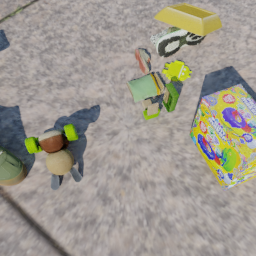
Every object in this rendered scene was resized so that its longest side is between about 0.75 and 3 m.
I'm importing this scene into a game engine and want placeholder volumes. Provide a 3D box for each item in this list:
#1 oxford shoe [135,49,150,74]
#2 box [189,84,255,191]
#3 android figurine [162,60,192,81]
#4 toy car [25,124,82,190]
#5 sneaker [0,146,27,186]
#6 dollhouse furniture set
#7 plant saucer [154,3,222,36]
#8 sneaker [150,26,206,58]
[{"bbox_3d":[0.605,-2.456,10.151,0.459,0.440,1.243,-12,58,-10],"label":"oxford shoe"},{"bbox_3d":[2.802,0.284,7.515,1.213,1.916,1.989,-19,59,-12],"label":"box"},{"bbox_3d":[1.757,-2.025,10.011,1.033,0.212,0.940,19,59,14],"label":"android figurine"},{"bbox_3d":[-1.915,0.856,7.867,1.321,1.268,1.608,-19,88,-8],"label":"toy car"},{"bbox_3d":[-4.196,0.571,7.702,2.874,1.290,0.964,26,61,16],"label":"sneaker"},{"bbox_3d":[0.732,-1.277,9.138,1.123,0.861,1.715,-18,59,-11],"label":"dollhouse furniture set"},{"bbox_3d":[2.405,-4.285,10.762,2.112,0.512,2.112,30,41,23],"label":"plant saucer"},{"bbox_3d":[1.955,-3.670,10.676,2.594,0.998,1.150,-26,53,-18],"label":"sneaker"}]
